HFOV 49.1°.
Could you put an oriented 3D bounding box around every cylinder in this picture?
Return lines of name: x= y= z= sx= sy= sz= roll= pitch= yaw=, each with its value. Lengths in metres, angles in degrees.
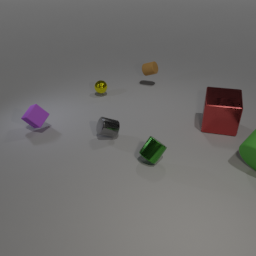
cylinder: x=4.531 y=0.584 z=8.864 sx=1.400 sy=1.400 sz=1.400 roll=-42 pitch=43 yaw=-12
cylinder: x=1.259 y=-3.377 z=15.946 sx=0.700 sy=0.700 sz=0.700 roll=-5 pitch=22 yaw=35
cylinder: x=0.844 y=0.744 z=9.489 sx=0.700 sy=0.700 sz=0.700 roll=35 pitch=5 yaw=-3
cylinder: x=-0.784 y=-0.030 z=10.944 sx=0.700 sy=0.700 sz=0.700 roll=13 pitch=21 yaw=-27

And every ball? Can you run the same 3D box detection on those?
ball: x=-1.437 y=-2.180 z=14.881 sx=0.700 sy=0.700 sz=0.700 roll=0 pitch=29 yaw=0

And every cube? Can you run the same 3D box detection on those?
cube: x=3.830 y=-0.701 z=11.496 sx=1.400 sy=1.400 sz=1.400 roll=8 pitch=41 yaw=14
cube: x=-3.786 y=-0.475 z=11.445 sx=0.700 sy=0.700 sz=0.700 roll=-4 pitch=51 yaw=53
